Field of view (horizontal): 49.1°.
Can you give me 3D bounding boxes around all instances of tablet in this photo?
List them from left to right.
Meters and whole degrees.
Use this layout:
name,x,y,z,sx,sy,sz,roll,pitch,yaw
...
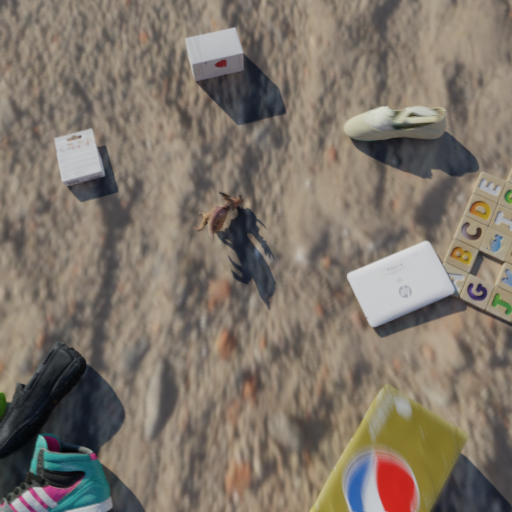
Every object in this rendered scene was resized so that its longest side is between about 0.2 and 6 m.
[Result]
name,x,y,z,sx,sy,sz,roll,pitch,yaw
tablet,2.718,0.522,10.565,1.738,0.119,1.131,-23,73,-3

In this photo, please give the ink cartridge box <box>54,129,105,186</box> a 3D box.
name,x,y,z,sx,sy,sz,roll,pitch,yaw
ink cartridge box,-3.545,-1.969,11.223,0.811,0.252,1.007,-16,72,-4

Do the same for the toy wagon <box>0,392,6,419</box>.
name,x,y,z,sx,sy,sz,roll,pitch,yaw
toy wagon,-5.687,2.752,9.803,2.384,0.608,3.073,3,76,0

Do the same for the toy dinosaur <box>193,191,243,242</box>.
name,x,y,z,sx,sy,sz,roll,pitch,yaw
toy dinosaur,-0.713,-0.786,10.554,0.523,1.219,0.826,40,117,-12

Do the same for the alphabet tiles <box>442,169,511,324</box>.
name,x,y,z,sx,sy,sz,roll,pitch,yaw
alphabet tiles,5.218,-0.218,10.820,2.627,0.119,3.142,25,78,7

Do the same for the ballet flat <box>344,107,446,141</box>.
name,x,y,z,sx,sy,sz,roll,pitch,yaw
ballet flat,2.793,-2.705,11.166,2.022,0.703,0.703,-2,76,-1

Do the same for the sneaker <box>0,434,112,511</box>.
name,x,y,z,sx,sy,sz,roll,pitch,yaw
sneaker,-3.682,3.739,9.329,2.374,0.993,1.433,-7,81,-10

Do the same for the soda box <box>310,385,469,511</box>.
name,x,y,z,sx,sy,sz,roll,pitch,yaw
soda box,1.564,4.370,8.891,1.494,1.412,4.412,30,78,16

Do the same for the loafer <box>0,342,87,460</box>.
name,x,y,z,sx,sy,sz,roll,pitch,yaw
loafer,-3.928,2.523,9.830,0.773,0.747,2.201,33,73,13

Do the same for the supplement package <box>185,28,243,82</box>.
name,x,y,z,sx,sy,sz,roll,pitch,yaw
supplement package,-0.849,-4.142,11.547,1.069,0.648,0.640,-14,76,-4
